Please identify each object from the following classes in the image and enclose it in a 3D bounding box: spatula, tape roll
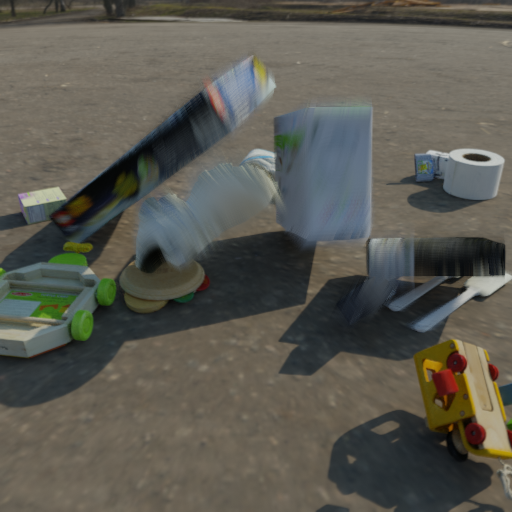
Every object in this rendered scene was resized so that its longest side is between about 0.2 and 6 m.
[{"bbox_3d":[3.120,0.509,10.077,2.593,0.208,1.803,-24,40,-33],"label":"spatula"},{"bbox_3d":[5.371,-2.029,13.881,1.304,0.895,1.304,0,29,0],"label":"tape roll"}]

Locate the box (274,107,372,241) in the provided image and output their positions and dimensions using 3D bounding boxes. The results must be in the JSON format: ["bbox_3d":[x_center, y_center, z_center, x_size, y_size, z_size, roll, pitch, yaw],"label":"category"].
[{"bbox_3d":[1.156,-1.593,10.731,1.255,2.290,2.595,-4,10,-10],"label":"box"}]

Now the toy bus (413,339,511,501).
[{"bbox_3d":[2.482,1.883,6.803,0.869,1.586,1.681,-34,2,41],"label":"toy bus"}]

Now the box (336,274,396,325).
[{"bbox_3d":[1.699,0.661,8.657,0.654,0.643,0.405,-16,69,-53],"label":"box"}]

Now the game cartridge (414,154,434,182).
[{"bbox_3d":[4.389,-2.303,14.613,0.490,0.735,0.149,-3,-4,-9],"label":"game cartridge"}]

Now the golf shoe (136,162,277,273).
[{"bbox_3d":[-0.868,-0.455,8.904,2.883,1.129,1.402,-20,47,41],"label":"golf shoe"}]

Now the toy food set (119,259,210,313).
[{"bbox_3d":[-1.641,0.419,9.983,1.534,0.377,1.550,-11,31,-19],"label":"toy food set"}]

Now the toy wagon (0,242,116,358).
[{"bbox_3d":[-3.516,0.640,9.406,2.206,0.563,2.843,5,29,8],"label":"toy wagon"}]

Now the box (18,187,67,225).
[{"bbox_3d":[-4.839,-1.152,12.756,0.926,0.448,0.815,-15,32,-27],"label":"box"}]

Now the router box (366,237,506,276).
[{"bbox_3d":[2.955,-0.009,9.549,2.108,0.538,1.572,0,6,11],"label":"router box"}]

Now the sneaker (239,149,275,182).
[{"bbox_3d":[0.759,-2.056,14.036,2.520,0.964,1.018,6,37,24],"label":"sneaker"}]

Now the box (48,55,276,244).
[{"bbox_3d":[-1.878,-2.167,11.459,4.464,0.890,3.056,-30,17,29],"label":"box"}]

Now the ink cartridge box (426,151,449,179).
[{"bbox_3d":[4.894,-2.387,14.816,0.849,0.618,0.360,20,35,32],"label":"ink cartridge box"}]
